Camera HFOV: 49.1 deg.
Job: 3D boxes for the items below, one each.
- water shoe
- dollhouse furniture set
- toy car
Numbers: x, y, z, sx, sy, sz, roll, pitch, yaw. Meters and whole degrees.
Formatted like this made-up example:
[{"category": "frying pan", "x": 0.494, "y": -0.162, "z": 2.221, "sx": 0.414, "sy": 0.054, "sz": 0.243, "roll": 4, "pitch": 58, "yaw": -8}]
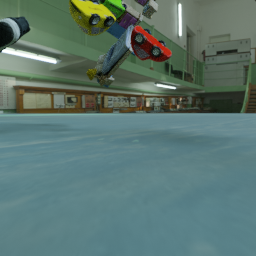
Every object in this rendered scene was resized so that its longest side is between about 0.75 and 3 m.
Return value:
[{"category": "water shoe", "x": -3.323, "y": -2.286, "z": 7.204, "sx": 2.070, "sy": 0.740, "sz": 0.817, "roll": -3, "pitch": 29, "yaw": 33}, {"category": "dollhouse furniture set", "x": -0.510, "y": -3.014, "z": 8.297, "sx": 1.744, "sy": 2.672, "sz": 2.523, "roll": 27, "pitch": -39, "yaw": -21}, {"category": "toy car", "x": -0.335, "y": -2.630, "z": 6.713, "sx": 2.647, "sy": 2.491, "sz": 0.590, "roll": 17, "pitch": -50, "yaw": -33}]
